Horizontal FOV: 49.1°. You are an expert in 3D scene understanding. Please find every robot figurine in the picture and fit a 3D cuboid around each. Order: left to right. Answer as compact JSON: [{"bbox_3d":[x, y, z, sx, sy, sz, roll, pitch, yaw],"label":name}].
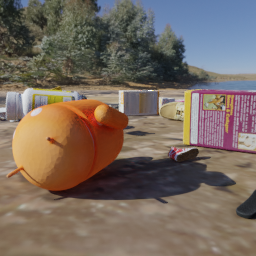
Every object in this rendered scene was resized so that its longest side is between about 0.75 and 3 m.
[{"bbox_3d":[-1.068,0.234,5.549,1.983,1.608,2.757,8,12,20],"label":"robot figurine"}]

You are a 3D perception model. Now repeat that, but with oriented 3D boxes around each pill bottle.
[{"bbox_3d":[-3.289,-0.785,10.948,2.640,1.469,1.469,3,9,-17],"label":"pill bottle"}]

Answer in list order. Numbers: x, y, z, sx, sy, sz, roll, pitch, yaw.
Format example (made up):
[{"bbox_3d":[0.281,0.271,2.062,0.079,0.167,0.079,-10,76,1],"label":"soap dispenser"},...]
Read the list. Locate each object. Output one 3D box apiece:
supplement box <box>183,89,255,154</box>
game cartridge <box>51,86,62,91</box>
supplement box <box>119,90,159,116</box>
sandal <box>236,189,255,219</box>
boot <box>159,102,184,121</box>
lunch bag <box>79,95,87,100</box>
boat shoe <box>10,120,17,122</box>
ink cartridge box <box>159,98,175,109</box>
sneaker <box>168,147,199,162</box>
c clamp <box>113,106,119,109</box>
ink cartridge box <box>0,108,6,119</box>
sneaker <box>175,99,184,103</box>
[{"bbox_3d":[3.051,-0.282,8.210,2.578,1.688,1.331,7,12,32],"label":"supplement box"},{"bbox_3d":[-5.108,-1.612,16.017,2.419,0.445,2.744,-28,12,-21],"label":"game cartridge"},{"bbox_3d":[0.615,-1.416,15.614,2.157,1.359,0.793,-3,11,-19],"label":"supplement box"},{"bbox_3d":[2.060,1.172,4.352,1.016,0.229,0.382,-22,14,-28],"label":"sandal"},{"bbox_3d":[2.519,-0.654,12.765,2.462,0.896,1.913,7,11,15],"label":"boot"},{"bbox_3d":[-3.364,-1.356,16.044,1.525,1.143,1.798,4,21,31],"label":"lunch bag"},{"bbox_3d":[-5.474,-0.503,13.397,0.348,0.329,0.971,-5,11,-26],"label":"boat shoe"},{"bbox_3d":[2.158,-1.335,16.563,1.189,0.878,0.509,8,13,44],"label":"ink cartridge box"},{"bbox_3d":[1.388,0.624,7.116,0.810,0.288,0.455,-9,17,-33],"label":"sneaker"},{"bbox_3d":[-0.779,-1.399,19.192,0.836,0.132,0.978,11,13,29],"label":"c clamp"},{"bbox_3d":[-6.551,-0.747,14.480,1.786,0.448,2.058,-9,13,-38],"label":"ink cartridge box"},{"bbox_3d":[3.406,-1.390,16.916,2.126,0.865,0.938,4,13,17],"label":"sneaker"}]
